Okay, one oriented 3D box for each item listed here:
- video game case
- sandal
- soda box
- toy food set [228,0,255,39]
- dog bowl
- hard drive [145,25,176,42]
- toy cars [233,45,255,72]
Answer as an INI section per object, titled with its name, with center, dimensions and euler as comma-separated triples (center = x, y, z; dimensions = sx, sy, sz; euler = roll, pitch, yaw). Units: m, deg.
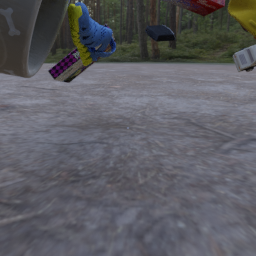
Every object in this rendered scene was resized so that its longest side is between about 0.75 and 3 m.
[video game case]
center = -1.207, -2.016, 7.937
dimensions = 1.940, 0.347, 1.758
euler = -38, 5, 5
[sandal]
center = -0.747, -2.014, 6.004
dimensions = 0.878, 0.802, 2.017
euler = -10, -6, 1
[soda box]
center = 1.433, -3.839, 7.443
dimensions = 2.534, 0.887, 0.803
euler = 5, -4, -30
[toy food set]
center = 3.474, -2.534, 6.949
dimensions = 2.374, 1.397, 0.775
euler = 42, -9, 0
[dog bowl]
center = -1.542, -2.101, 4.515
dimensions = 0.830, 2.831, 2.831
euler = 21, 12, -12
[hard drive]
center = 1.132, -3.370, 9.905
dimensions = 0.803, 0.252, 1.191
euler = -8, 38, -14
[toy cars]
center = 3.342, -1.408, 5.985
dimensions = 2.071, 0.929, 0.459
euler = 23, -3, 14
